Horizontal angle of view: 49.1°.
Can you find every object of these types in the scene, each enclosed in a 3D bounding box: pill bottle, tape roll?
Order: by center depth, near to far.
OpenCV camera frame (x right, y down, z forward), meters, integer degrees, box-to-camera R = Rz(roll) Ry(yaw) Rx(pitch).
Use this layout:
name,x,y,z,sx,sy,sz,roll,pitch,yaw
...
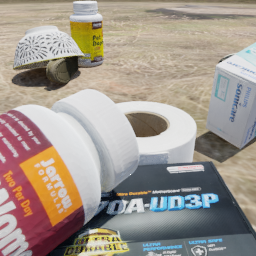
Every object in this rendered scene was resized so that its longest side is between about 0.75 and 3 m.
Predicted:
name,x,y,z,sx,sy,sz,roll,pitch,yaw
pill bottle,-1.327,0.709,3.027,2.900,1.589,1.589,-32,41,-33
tape roll,0.261,0.232,5.900,2.290,0.801,2.290,0,28,0
pill bottle,-1.733,-3.979,11.873,1.367,2.503,1.367,0,28,0

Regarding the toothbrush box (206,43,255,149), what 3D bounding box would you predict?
name,x,y,z,sx,sy,sz,roll,pitch,yaw
toothbrush box,3.052,-0.940,6.488,2.433,1.781,1.038,-33,49,-26

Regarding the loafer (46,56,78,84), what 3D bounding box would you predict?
name,x,y,z,sx,sy,sz,roll,pitch,yaw
loafer,-2.516,-2.202,10.384,0.827,0.932,2.452,1,20,8

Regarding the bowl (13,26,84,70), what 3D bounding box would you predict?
name,x,y,z,sx,sy,sz,roll,pitch,yaw
bowl,-3.120,-3.087,10.636,2.719,1.276,2.719,-11,11,2

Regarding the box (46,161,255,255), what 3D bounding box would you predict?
name,x,y,z,sx,sy,sz,roll,pitch,yaw
box,0.275,1.365,4.005,2.638,0.607,2.097,-2,29,-4

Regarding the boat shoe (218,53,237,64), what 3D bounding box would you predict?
name,x,y,z,sx,sy,sz,roll,pitch,yaw
boat shoe,4.048,-1.842,9.485,0.992,1.054,2.935,-20,34,-19
